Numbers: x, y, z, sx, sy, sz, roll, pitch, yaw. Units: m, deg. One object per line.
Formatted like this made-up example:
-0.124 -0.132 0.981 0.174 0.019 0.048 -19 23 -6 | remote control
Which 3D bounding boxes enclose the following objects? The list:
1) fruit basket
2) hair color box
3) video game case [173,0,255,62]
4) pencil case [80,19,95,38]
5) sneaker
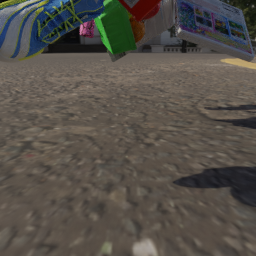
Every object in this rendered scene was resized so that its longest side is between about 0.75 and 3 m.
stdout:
0.183 -3.299 7.982 2.365 2.190 1.108 -37 54 -9 | fruit basket
0.273 -3.413 6.047 0.736 1.220 2.403 -33 26 39 | hair color box
2.383 -3.001 7.944 2.333 0.276 2.124 14 56 -16 | video game case
-1.378 -3.818 9.990 0.548 1.208 0.566 8 -2 22 | pencil case
-1.256 -2.017 4.796 1.345 0.970 2.560 -13 31 34 | sneaker
